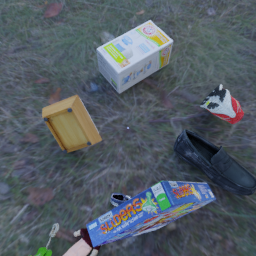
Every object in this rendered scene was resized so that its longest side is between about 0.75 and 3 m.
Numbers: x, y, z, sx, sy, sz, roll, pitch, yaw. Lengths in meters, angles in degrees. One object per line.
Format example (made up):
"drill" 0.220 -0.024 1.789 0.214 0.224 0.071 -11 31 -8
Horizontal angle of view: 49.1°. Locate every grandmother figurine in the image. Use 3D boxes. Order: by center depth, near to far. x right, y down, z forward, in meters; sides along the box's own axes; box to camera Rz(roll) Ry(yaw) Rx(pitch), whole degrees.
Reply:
"grandmother figurine" -1.015 2.838 6.896 1.511 0.457 0.916 -39 55 -21

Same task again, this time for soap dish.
"soap dish" -1.555 -0.039 7.655 1.160 1.475 0.599 -17 25 20

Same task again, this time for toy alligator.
"toy alligator" -2.140 3.216 6.394 0.585 0.640 2.157 25 56 -26

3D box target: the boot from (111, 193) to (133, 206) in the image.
"boot" 0.026 1.956 7.333 1.006 0.454 0.366 10 63 5

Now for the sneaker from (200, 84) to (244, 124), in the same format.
"sneaker" 2.655 -0.579 7.835 0.951 2.241 0.863 41 109 -3

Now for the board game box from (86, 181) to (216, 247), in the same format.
"board game box" 0.648 1.744 5.905 1.790 2.644 0.456 -35 64 20

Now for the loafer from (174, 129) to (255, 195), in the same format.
"loafer" 2.384 0.909 7.584 2.469 0.867 0.838 34 50 16

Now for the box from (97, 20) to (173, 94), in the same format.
"box" 0.232 -2.355 9.224 2.196 1.113 1.235 -33 68 -16
